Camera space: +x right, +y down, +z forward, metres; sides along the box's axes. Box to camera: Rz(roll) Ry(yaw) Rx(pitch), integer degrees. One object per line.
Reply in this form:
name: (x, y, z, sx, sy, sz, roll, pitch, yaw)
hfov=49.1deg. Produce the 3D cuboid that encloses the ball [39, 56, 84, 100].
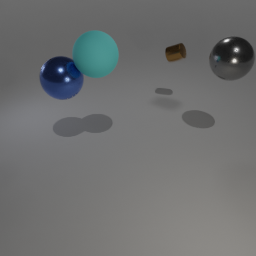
ball: (-2.143, -1.616, 9.093, 1.400, 1.400, 1.400, 0, 32, 0)

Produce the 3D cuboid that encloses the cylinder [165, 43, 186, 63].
cylinder: (2.093, -3.278, 12.242, 0.700, 0.700, 0.700, -7, 24, 36)

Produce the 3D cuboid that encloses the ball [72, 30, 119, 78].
ball: (-0.987, -2.239, 8.549, 1.400, 1.400, 1.400, 0, 32, 0)

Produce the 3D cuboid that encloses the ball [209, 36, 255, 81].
ball: (3.369, -2.248, 9.120, 1.400, 1.400, 1.400, 0, 32, 0)
